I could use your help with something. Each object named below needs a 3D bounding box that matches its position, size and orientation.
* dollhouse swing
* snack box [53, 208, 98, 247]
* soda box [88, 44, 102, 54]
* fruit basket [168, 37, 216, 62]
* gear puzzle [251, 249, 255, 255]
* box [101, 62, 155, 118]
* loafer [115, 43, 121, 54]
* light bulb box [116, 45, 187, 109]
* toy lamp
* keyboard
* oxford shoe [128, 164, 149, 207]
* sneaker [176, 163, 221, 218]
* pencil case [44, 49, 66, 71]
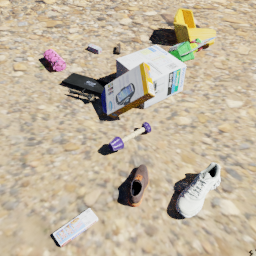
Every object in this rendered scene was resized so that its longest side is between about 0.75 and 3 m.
[{"bbox_3d":[3.581,-5.385,14.799,1.765,1.824,2.007,-3,41,27],"label":"dollhouse swing"},{"bbox_3d":[-1.430,2.722,7.715,1.202,0.146,0.432,-31,53,-27],"label":"snack box"},{"bbox_3d":[-1.710,-4.073,14.409,0.781,0.248,0.267,29,52,26],"label":"soda box"},{"bbox_3d":[2.858,-3.773,13.098,1.949,0.913,1.805,-37,18,-13],"label":"fruit basket"},{"bbox_3d":[3.617,3.321,7.065,1.692,0.222,0.876,-28,51,-25],"label":"gear puzzle"},{"bbox_3d":[-0.078,-1.330,10.490,2.264,0.469,1.348,-26,58,36],"label":"box"},{"bbox_3d":[-0.527,-4.105,14.395,0.300,0.309,0.845,0,45,-1],"label":"loafer"},{"bbox_3d":[0.931,-2.228,11.797,2.133,1.331,2.114,-25,50,-23],"label":"light bulb box"},{"bbox_3d":[0.055,0.312,9.807,1.718,0.500,0.500,-28,51,-33],"label":"toy lamp"},{"bbox_3d":[-1.752,-1.710,12.068,2.480,0.255,1.576,19,42,19],"label":"keyboard"},{"bbox_3d":[0.368,1.636,8.522,0.524,0.534,1.473,8,46,8],"label":"oxford shoe"},{"bbox_3d":[2.091,1.759,8.231,0.747,0.805,1.987,32,54,26],"label":"sneaker"},{"bbox_3d":[-3.535,-3.250,13.361,0.654,0.634,1.396,-33,51,-16],"label":"pencil case"}]
